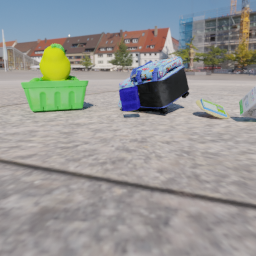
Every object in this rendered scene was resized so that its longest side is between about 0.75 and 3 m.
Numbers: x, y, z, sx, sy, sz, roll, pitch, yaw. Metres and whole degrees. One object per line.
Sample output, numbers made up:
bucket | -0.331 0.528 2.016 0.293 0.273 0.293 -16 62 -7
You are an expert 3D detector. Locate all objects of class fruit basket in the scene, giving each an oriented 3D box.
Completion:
fruit basket | -3.083 -2.087 11.718 2.847 2.847 2.054 -5 9 -21

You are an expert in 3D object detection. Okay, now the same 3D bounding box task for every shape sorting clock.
shape sorting clock | 3.095 -0.684 10.276 1.309 0.257 1.309 16 30 -10

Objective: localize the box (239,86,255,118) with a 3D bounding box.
box | 4.321 -0.773 8.735 1.243 0.601 1.096 8 -22 -6

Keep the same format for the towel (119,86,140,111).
towel | 0.064 -0.968 9.471 0.651 0.881 0.218 -13 40 -3

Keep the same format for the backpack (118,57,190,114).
backpack | 0.837 -1.740 11.604 2.706 1.820 2.470 1 25 39
